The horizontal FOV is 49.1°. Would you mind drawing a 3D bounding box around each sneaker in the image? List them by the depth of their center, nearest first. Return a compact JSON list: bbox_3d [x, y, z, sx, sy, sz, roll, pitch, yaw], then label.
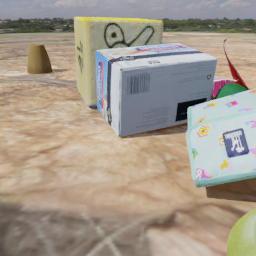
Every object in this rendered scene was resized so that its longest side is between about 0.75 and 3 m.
[{"bbox_3d":[3.075,-1.410,9.663,2.040,0.830,0.900,13,28,27],"label":"sneaker"}]

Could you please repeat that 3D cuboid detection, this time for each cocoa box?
[{"bbox_3d":[0.645,-1.119,7.384,2.648,1.766,1.738,-11,33,-21],"label":"cocoa box"}]

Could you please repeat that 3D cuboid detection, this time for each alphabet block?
[{"bbox_3d":[-0.432,-2.360,9.544,2.536,2.596,2.550,-5,23,-18],"label":"alphabet block"}]

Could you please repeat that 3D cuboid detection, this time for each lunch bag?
[{"bbox_3d":[1.840,0.190,4.723,1.573,1.126,1.846,-15,26,23],"label":"lunch bag"}]

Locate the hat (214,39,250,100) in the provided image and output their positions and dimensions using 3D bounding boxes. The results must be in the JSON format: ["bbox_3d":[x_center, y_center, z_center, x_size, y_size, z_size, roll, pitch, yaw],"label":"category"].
[{"bbox_3d":[2.777,-0.998,6.982,1.973,2.096,2.382,-17,28,-35],"label":"hat"}]

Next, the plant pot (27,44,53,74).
[{"bbox_3d":[-4.480,-3.489,14.050,1.254,1.346,1.254,1,23,0],"label":"plant pot"}]

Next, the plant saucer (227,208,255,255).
[{"bbox_3d":[2.464,1.530,3.097,2.575,0.400,2.575,0,23,0],"label":"plant saucer"}]
